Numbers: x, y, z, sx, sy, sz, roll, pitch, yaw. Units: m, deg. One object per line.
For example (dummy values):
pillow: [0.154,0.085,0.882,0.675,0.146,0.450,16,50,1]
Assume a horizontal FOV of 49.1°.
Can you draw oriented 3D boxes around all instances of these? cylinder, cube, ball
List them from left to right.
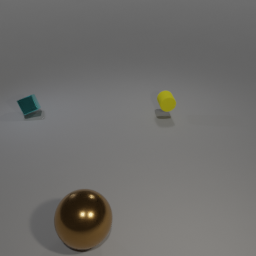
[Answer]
cube: [-4.446,-1.061,12.598,0.700,0.700,0.700,-23,13,-3]
ball: [-1.075,2.191,6.800,1.400,1.400,1.400,0,31,0]
cylinder: [1.672,-1.171,12.192,0.700,0.700,0.700,-3,33,-6]
